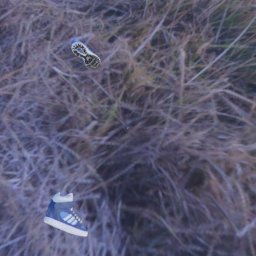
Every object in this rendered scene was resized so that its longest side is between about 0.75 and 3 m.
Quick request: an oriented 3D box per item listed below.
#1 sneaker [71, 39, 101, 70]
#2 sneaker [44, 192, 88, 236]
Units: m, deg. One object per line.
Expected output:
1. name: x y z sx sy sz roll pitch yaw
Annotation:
1. sneaker: -1.002 -1.784 6.708 0.374 0.952 0.424 -35 49 10
2. sneaker: -1.054 1.573 5.226 0.902 0.363 0.660 31 60 -21
